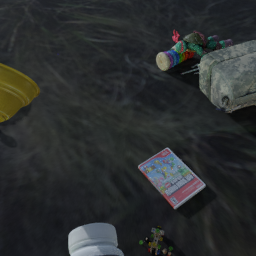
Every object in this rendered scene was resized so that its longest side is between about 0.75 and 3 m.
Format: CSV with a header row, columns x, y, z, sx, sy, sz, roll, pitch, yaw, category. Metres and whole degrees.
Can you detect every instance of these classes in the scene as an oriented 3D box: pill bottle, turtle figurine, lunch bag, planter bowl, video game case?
x,y,z,sx,sy,sz,roll,pitch,yaw,category
-0.635,3.321,5.844,1.316,1.316,2.327,-8,51,-7,pill bottle
2.829,-3.247,11.531,2.774,1.397,2.077,-15,51,-20,turtle figurine
3.935,-1.642,9.569,2.561,1.784,2.148,-16,38,-8,lunch bag
-3.341,-0.726,6.606,2.270,2.270,0.946,6,72,5,planter bowl
1.270,1.420,8.248,1.189,0.145,1.663,-29,55,-23,video game case

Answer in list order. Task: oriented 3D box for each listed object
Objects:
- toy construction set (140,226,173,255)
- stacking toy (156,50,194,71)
x,y,z,sx,sy,sz,roll,pitch,yaw,category
0.763,2.765,6.810,0.758,0.582,0.632,36,59,26,toy construction set
2.064,-3.009,11.714,1.763,0.752,0.752,-26,54,-26,stacking toy
